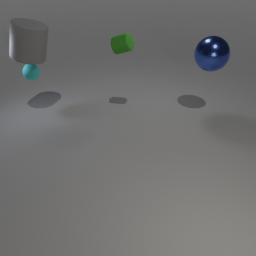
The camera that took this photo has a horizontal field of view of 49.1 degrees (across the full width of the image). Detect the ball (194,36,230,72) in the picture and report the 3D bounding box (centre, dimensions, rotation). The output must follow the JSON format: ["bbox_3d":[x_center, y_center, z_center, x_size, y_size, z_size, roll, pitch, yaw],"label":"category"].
[{"bbox_3d":[3.388,-2.990,11.307,1.400,1.400,1.400,0,31,0],"label":"ball"}]

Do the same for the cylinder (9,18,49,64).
[{"bbox_3d":[-3.898,-3.416,11.020,1.400,1.400,1.400,11,31,-7],"label":"cylinder"}]

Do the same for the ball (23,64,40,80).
[{"bbox_3d":[-4.069,-2.360,11.798,0.700,0.700,0.700,0,31,0],"label":"ball"}]

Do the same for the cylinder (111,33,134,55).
[{"bbox_3d":[-0.212,-3.302,10.974,0.700,0.700,0.700,-6,26,27],"label":"cylinder"}]
